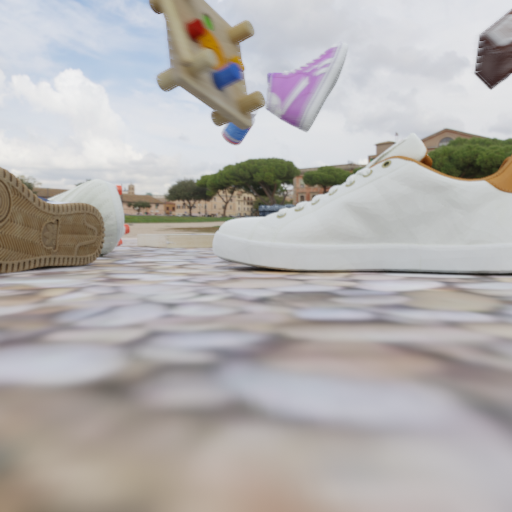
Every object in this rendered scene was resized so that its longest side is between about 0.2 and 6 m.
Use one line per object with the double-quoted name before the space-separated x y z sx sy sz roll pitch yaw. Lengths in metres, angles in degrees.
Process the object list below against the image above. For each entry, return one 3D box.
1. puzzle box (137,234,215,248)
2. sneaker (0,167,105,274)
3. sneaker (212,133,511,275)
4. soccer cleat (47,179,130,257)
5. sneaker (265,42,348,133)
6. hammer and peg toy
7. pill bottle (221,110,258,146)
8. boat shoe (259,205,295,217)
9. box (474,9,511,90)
"puzzle box" -2.072 -0.437 15.868 1.938 0.370 2.914 -1 2 -26
"sneaker" -2.825 -0.341 5.654 1.461 0.944 2.694 6 -3 14
"sneaker" 1.063 -0.486 5.542 3.107 1.315 1.131 -1 4 16
"soccer cleat" -3.158 -0.480 9.130 1.310 1.170 3.378 -11 3 -36
"sneaker" 0.833 -3.198 9.869 1.128 1.978 0.717 27 -24 8
"hammer and peg toy" -0.878 -2.917 7.715 0.886 1.848 2.512 -17 -18 27
"pill bottle" -0.346 -2.926 12.345 0.521 0.521 0.929 -2 -32 -35
"boat shoe" 1.231 -0.883 16.340 2.694 1.223 0.953 -2 3 -36
"box" 3.508 -2.923 7.995 0.579 0.433 1.157 -38 -20 7
